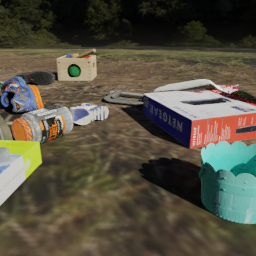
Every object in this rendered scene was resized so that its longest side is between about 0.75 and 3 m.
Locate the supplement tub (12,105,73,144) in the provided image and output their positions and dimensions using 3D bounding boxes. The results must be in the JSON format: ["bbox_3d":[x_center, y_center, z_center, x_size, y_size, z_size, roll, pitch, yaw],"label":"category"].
[{"bbox_3d":[-2.094,-0.064,6.931,0.819,0.819,1.337,15,25,36],"label":"supplement tub"}]

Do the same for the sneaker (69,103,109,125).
[{"bbox_3d":[-1.323,-0.447,8.490,0.769,0.538,1.331,14,17,43],"label":"sneaker"}]

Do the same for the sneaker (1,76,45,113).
[{"bbox_3d":[-4.006,-1.170,9.871,1.080,1.037,2.753,-21,26,-35],"label":"sneaker"}]

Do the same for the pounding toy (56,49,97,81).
[{"bbox_3d":[-2.693,-3.563,15.528,2.206,1.704,2.396,0,19,2],"label":"pounding toy"}]

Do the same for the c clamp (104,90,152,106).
[{"bbox_3d":[0.091,-1.276,11.134,2.301,0.312,1.966,12,23,30],"label":"c clamp"}]

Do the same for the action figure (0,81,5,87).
[{"bbox_3d":[-6.391,-2.175,13.724,0.718,0.332,1.216,10,18,35],"label":"action figure"}]

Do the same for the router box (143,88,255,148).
[{"bbox_3d":[2.212,-0.442,8.108,2.678,0.729,2.984,-7,21,-19],"label":"router box"}]

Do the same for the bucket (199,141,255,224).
[{"bbox_3d":[1.747,0.809,4.403,1.302,0.847,1.302,1,19,0],"label":"bucket"}]

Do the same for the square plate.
[{"bbox_3d":[2.200,-1.376,9.962,2.023,0.291,2.043,-6,-3,30],"label":"square plate"}]

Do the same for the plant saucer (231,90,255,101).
[{"bbox_3d":[3.902,-0.824,8.886,1.335,0.207,1.335,34,7,-5],"label":"plant saucer"}]

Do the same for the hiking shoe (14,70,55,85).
[{"bbox_3d":[-4.695,-2.627,14.284,2.008,0.761,1.011,-2,23,-4],"label":"hiking shoe"}]

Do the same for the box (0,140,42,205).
[{"bbox_3d":[-2.645,0.875,4.633,1.495,0.584,2.451,2,19,7],"label":"box"}]

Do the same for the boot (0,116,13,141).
[{"bbox_3d":[-4.222,0.210,6.304,2.591,0.940,2.356,-21,26,-32],"label":"boot"}]

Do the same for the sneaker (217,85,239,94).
[{"bbox_3d":[3.898,-1.430,11.160,0.924,0.585,1.643,6,18,27],"label":"sneaker"}]
